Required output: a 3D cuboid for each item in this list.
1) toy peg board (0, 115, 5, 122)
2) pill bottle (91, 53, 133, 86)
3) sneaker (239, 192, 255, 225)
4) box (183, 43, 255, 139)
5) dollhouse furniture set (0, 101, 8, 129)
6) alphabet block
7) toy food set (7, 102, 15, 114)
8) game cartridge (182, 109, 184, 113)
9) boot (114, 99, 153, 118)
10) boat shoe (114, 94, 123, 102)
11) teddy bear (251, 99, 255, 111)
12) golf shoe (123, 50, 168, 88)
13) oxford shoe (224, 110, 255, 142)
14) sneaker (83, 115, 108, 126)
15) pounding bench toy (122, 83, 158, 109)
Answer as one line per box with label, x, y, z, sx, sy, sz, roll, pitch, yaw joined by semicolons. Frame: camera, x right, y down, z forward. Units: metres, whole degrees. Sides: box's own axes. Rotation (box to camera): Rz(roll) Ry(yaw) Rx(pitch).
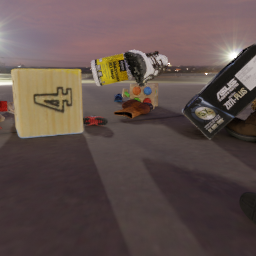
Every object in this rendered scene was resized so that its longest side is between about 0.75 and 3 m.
toy peg board;-4.845;-0.646;8.879;1.304;0.638;1.298;32;29;18
pill bottle;-0.453;-2.435;11.481;1.942;1.092;1.092;-12;11;3
sneaker;1.780;0.982;3.153;0.539;0.354;0.937;2;15;-44
box;2.747;-1.020;7.714;1.027;2.386;1.954;45;19;3
dollhouse furniture set;-3.917;-0.294;7.891;0.765;1.012;1.881;1;5;9
alphabet block;-2.372;-0.807;8.162;1.776;1.809;1.767;-6;12;-25
toy food set;-4.236;-1.002;12.166;1.542;0.649;2.149;-8;14;-36
game cartridge;2.778;-0.670;11.675;0.742;0.228;1.115;-1;10;-23
boot;-0.004;-0.706;11.550;1.573;0.572;1.671;17;26;33
boat shoe;-0.610;-1.869;17.031;0.577;0.471;1.372;0;11;-1
teddy bear;3.899;-0.355;6.940;1.524;0.702;2.102;25;-23;-13
golf shoe;0.659;-2.178;9.292;1.334;1.098;2.825;-29;2;5
oxford shoe;3.301;-0.115;6.901;0.843;0.980;2.321;-7;12;-24
sneaker;-1.030;-0.254;9.252;0.880;0.311;0.430;2;13;18
pounding bench toy;0.455;-1.624;13.933;1.922;1.194;1.499;3;12;14
